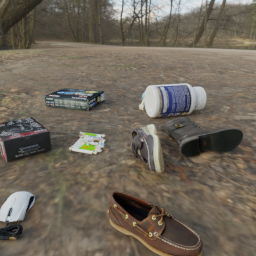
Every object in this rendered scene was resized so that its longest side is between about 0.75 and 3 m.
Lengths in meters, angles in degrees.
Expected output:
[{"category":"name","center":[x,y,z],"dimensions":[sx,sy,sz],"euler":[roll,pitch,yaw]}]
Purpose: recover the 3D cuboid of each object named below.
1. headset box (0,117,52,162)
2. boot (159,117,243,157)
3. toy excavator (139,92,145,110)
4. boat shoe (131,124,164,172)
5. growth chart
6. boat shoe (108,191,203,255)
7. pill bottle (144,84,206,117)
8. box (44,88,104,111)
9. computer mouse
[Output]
[{"category":"headset box","center":[-3.589,0.340,9.439],"dimensions":[1.482,0.769,1.992],"euler":[-15,26,-34]},{"category":"boot","center":[2.462,0.084,9.789],"dimensions":[2.406,0.833,2.095],"euler":[-8,25,-7]},{"category":"toy excavator","center":[0.906,-1.398,14.114],"dimensions":[0.615,1.197,1.231],"euler":[9,-6,22]},{"category":"boat shoe","center":[0.537,0.602,8.569],"dimensions":[0.906,1.005,2.795],"euler":[-9,19,2]},{"category":"growth chart","center":[-1.360,0.522,9.875],"dimensions":[1.158,0.142,1.600],"euler":[4,22,7]},{"category":"boat shoe","center":[0.454,1.864,5.498],"dimensions":[2.073,0.729,0.730],"euler":[13,24,29]},{"category":"pill bottle","center":[2.181,-1.287,12.818],"dimensions":[2.591,1.439,1.439],"euler":[-6,21,-16]},{"category":"box","center":[-2.751,-1.545,14.680],"dimensions":[2.509,0.577,1.994],"euler":[7,22,18]},{"category":"computer mouse","center":[-2.548,1.808,6.144],"dimensions":[0.882,0.353,1.608],"euler":[-1,21,1]}]
